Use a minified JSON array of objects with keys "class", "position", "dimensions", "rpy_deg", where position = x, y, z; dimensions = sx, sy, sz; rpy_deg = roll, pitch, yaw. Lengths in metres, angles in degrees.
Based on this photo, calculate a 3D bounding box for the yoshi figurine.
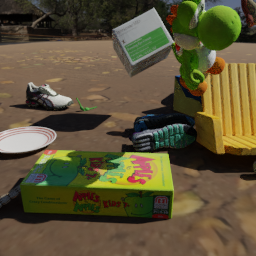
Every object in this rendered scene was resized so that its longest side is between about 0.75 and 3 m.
[{"class":"yoshi figurine","position":[1.611,-1.573,5.638],"dimensions":[1.387,1.393,2.478],"rpy_deg":[-13,-24,13]}]

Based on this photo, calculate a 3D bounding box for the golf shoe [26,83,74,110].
[{"class":"golf shoe","position":[-3.432,-1.350,12.025],"dimensions":[2.250,0.991,0.869],"rpy_deg":[7,22,14]}]

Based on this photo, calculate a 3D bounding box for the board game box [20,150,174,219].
[{"class":"board game box","position":[-0.567,1.139,6.063],"dimensions":[2.937,0.699,1.492],"rpy_deg":[1,22,3]}]

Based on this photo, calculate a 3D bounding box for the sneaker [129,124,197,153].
[{"class":"sneaker","position":[1.044,0.201,8.458],"dimensions":[2.015,0.750,0.882],"rpy_deg":[-6,18,-14]}]

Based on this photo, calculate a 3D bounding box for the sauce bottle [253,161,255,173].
[{"class":"sauce bottle","position":[3.875,0.930,6.909],"dimensions":[1.535,0.497,0.497],"rpy_deg":[-4,22,-6]}]

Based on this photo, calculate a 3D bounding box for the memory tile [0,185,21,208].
[{"class":"memory tile","position":[-2.456,1.417,5.785],"dimensions":[0.751,0.063,0.576],"rpy_deg":[-35,17,-28]}]

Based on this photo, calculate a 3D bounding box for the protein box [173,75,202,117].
[{"class":"protein box","position":[3.359,-1.354,11.316],"dimensions":[2.166,1.461,2.150],"rpy_deg":[-14,26,-32]}]

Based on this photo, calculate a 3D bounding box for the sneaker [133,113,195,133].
[{"class":"sneaker","position":[1.197,-0.226,9.460],"dimensions":[2.051,0.751,0.840],"rpy_deg":[-1,22,-1]}]

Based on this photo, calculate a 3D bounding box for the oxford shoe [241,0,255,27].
[{"class":"oxford shoe","position":[3.791,-3.696,8.611],"dimensions":[0.443,1.185,0.418],"rpy_deg":[-14,-5,9]}]

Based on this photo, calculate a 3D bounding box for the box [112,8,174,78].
[{"class":"box","position":[0.483,-2.951,9.981],"dimensions":[1.683,1.449,1.691],"rpy_deg":[-29,-2,-3]}]

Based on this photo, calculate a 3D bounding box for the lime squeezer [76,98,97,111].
[{"class":"lime squeezer","position":[-1.791,-0.896,11.736],"dimensions":[0.209,0.391,1.108],"rpy_deg":[-1,-16,46]}]

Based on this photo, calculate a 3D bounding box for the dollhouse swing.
[{"class":"dollhouse swing","position":[3.562,-0.707,8.066],"dimensions":[2.796,2.458,2.541],"rpy_deg":[0,8,-2]}]

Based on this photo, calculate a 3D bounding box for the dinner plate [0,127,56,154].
[{"class":"dinner plate","position":[-3.218,0.394,8.596],"dimensions":[2.000,0.242,2.000],"rpy_deg":[1,22,0]}]
